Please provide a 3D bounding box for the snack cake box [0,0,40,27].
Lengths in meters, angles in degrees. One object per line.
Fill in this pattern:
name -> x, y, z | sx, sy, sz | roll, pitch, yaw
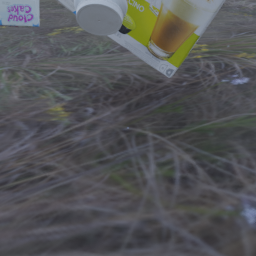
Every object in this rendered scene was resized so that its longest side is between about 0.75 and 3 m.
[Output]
snack cake box -> -2.014, -1.768, 4.078 | 0.923, 0.539, 1.605 | -9, 22, -35

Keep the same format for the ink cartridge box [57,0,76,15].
ink cartridge box -> -1.064, -4.632, 8.759 | 1.397, 2.408, 0.817 | 33, 11, -27

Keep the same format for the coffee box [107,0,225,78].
coffee box -> 1.121, -3.764, 7.882 | 2.893, 2.865, 2.897 | 35, 39, 2

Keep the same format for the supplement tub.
supplement tub -> -0.423, -2.280, 4.685 | 0.881, 0.881, 1.218 | 2, 71, 3
